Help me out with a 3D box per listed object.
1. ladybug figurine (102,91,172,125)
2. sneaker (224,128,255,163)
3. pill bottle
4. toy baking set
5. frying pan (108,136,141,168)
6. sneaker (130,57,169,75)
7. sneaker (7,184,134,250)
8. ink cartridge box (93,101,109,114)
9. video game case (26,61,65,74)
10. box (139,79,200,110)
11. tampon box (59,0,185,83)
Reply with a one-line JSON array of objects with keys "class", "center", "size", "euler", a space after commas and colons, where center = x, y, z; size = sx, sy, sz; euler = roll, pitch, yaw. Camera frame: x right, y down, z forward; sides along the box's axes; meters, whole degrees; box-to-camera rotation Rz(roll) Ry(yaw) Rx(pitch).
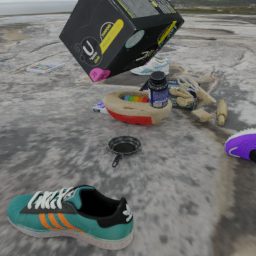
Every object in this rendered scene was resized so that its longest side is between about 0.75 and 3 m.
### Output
[{"class": "ladybug figurine", "center": [0.256, -0.639, 9.033], "size": [2.284, 0.821, 1.550], "euler": [10, 28, 17]}, {"class": "sneaker", "center": [3.427, 0.672, 6.544], "size": [2.301, 0.800, 1.144], "euler": [-2, 53, 28]}, {"class": "pill bottle", "center": [0.785, -0.989, 7.261], "size": [0.516, 0.922, 0.516], "euler": [-4, 46, 4]}, {"class": "toy baking set", "center": [2.492, -1.081, 9.574], "size": [2.067, 0.313, 2.693], "euler": [32, 35, 4]}, {"class": "frying pan", "center": [-0.047, 0.616, 7.269], "size": [0.892, 0.240, 1.474], "euler": [-5, 29, -8]}, {"class": "sneaker", "center": [1.032, -3.053, 13.767], "size": [1.964, 0.793, 0.751], "euler": [0, 29, 1]}, {"class": "sneaker", "center": [-1.058, 1.389, 4.968], "size": [2.393, 0.956, 0.854], "euler": [6, 28, 11]}, {"class": "ink cartridge box", "center": [-0.697, -0.763, 9.984], "size": [0.822, 0.180, 0.830], "euler": [12, 32, 21]}, {"class": "video game case", "center": [-4.304, -3.218, 14.782], "size": [1.214, 0.153, 1.696], "euler": [12, 30, 21]}, {"class": "box", "center": [1.601, -1.350, 10.759], "size": [2.118, 0.487, 1.683], "euler": [9, 30, 17]}, {"class": "tampon box", "center": [-0.115, -2.914, 8.229], "size": [1.783, 2.117, 2.824], "euler": [52, 43, 5]}]
